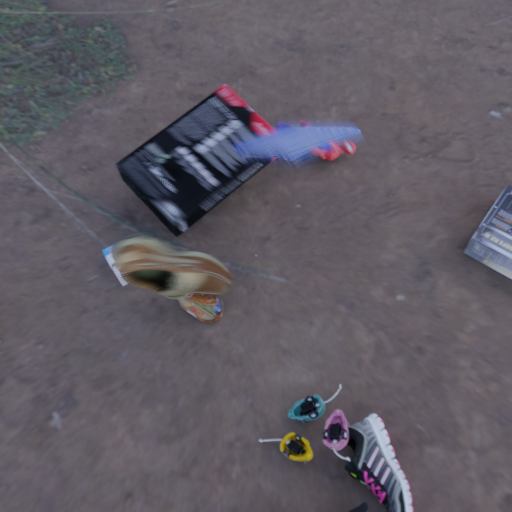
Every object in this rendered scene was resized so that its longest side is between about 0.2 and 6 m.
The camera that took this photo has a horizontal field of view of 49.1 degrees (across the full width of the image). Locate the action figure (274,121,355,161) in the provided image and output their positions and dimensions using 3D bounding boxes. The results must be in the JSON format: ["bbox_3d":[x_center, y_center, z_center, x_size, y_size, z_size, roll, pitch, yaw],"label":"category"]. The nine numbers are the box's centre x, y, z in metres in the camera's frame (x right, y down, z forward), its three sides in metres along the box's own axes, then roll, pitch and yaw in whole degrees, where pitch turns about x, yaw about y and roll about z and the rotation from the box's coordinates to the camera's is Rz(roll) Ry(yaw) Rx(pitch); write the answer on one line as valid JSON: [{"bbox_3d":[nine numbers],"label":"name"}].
[{"bbox_3d":[1.047,-2.585,12.417,2.343,0.606,0.767,12,46,-2],"label":"action figure"}]

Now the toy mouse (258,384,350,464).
[{"bbox_3d":[1.017,2.659,8.805,1.573,0.304,1.398,10,54,46],"label":"toy mouse"}]

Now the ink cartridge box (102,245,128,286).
[{"bbox_3d":[-2.523,0.115,10.815,0.566,0.329,0.782,-29,60,-18],"label":"ink cartridge box"}]

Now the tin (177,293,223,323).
[{"bbox_3d":[-1.032,0.885,10.350,0.954,0.200,0.534,31,55,23],"label":"tin"}]

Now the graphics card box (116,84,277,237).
[{"bbox_3d":[-1.130,-1.984,11.479,2.932,0.746,1.839,-41,75,-16],"label":"graphics card box"}]

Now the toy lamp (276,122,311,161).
[{"bbox_3d":[0.832,-2.633,12.731,0.327,0.327,1.123,-28,64,-18],"label":"toy lamp"}]

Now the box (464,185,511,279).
[{"bbox_3d":[5.507,-0.213,10.910,2.246,0.543,1.779,31,61,20],"label":"box"}]

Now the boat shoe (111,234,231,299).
[{"bbox_3d":[-1.419,0.369,9.554,2.225,0.842,0.822,17,40,-34],"label":"boat shoe"}]

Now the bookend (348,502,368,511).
[{"bbox_3d":[1.173,4.455,7.554,1.539,0.709,1.529,-22,59,-15],"label":"bookend"}]

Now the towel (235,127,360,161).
[{"bbox_3d":[0.634,-1.912,9.516,1.400,0.231,1.934,-24,22,-23],"label":"towel"}]

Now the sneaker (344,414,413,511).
[{"bbox_3d":[1.754,3.292,8.419,0.779,0.657,1.780,-11,51,-7],"label":"sneaker"}]
